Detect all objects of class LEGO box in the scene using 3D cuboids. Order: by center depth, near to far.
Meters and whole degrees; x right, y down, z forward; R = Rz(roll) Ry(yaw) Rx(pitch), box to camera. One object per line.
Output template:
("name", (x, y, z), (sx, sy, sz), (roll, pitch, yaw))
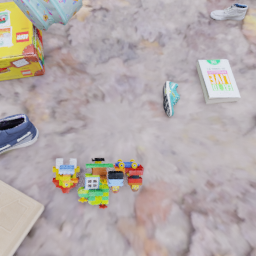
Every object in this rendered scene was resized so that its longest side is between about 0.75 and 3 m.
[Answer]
("LEGO box", (-3.888, -2.426, 8.026), (2.669, 1.030, 1.987), (-8, 69, -4))

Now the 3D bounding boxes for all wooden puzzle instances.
("wooden puzzle", (-3.059, 2.104, 6.053), (1.988, 0.460, 1.841), (22, 60, 17))

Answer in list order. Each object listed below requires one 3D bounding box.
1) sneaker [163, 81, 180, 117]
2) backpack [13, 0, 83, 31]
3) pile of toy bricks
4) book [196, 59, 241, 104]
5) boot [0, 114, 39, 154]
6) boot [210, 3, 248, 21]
("sneaker", (1.210, -0.819, 7.652), (0.444, 0.432, 1.115), (7, 62, -6))
("backpack", (-1.140, -1.835, 3.884), (1.002, 0.881, 0.768), (22, 68, 47))
("pile of toy bricks", (-0.649, 1.314, 6.316), (2.094, 1.162, 1.034), (1, 101, -11))
("book", (2.564, -1.356, 8.010), (0.926, 0.333, 1.386), (-3, 61, -5))
("boot", (-3.283, 0.228, 6.795), (2.038, 0.921, 0.741), (-22, 64, -11))
("boot", (3.308, -3.847, 9.161), (1.108, 0.529, 0.407), (2, 62, 1))
